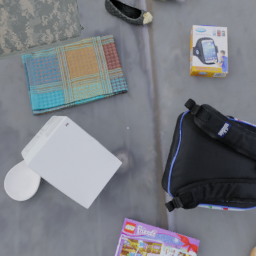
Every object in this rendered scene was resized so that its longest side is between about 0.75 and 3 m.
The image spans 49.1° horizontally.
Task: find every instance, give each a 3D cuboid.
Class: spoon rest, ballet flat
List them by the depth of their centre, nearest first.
[{"bbox_3d":[-2.555,1.077,7.591,0.942,0.575,1.897,34,76,9],"label":"spoon rest"},{"bbox_3d":[-0.006,-3.756,9.024,1.655,0.470,0.550,21,75,6],"label":"ballet flat"}]

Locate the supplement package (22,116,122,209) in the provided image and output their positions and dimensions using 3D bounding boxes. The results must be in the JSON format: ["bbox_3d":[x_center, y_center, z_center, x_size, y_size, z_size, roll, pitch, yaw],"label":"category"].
[{"bbox_3d":[-1.424,0.725,6.746,1.702,1.780,1.309,42,76,-20],"label":"supplement package"}]

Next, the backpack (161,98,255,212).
[{"bbox_3d":[2.220,0.851,6.886,2.471,1.998,2.594,14,91,3],"label":"backpack"}]

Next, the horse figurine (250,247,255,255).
[{"bbox_3d":[3.579,3.178,7.031,1.141,0.430,1.722,36,83,22],"label":"horse figurine"}]

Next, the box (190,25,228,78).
[{"bbox_3d":[2.512,-2.480,8.717,1.087,0.379,1.826,4,76,1],"label":"box"}]

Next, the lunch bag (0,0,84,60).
[{"bbox_3d":[-2.274,-2.792,6.242,2.460,2.018,1.446,-20,33,-26],"label":"lunch bag"}]

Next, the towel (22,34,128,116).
[{"bbox_3d":[-1.655,-1.702,8.521,2.930,0.318,2.148,-14,75,-4],"label":"towel"}]

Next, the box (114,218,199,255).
[{"bbox_3d":[0.681,3.219,7.063,1.970,0.385,1.348,16,75,4],"label":"box"}]
